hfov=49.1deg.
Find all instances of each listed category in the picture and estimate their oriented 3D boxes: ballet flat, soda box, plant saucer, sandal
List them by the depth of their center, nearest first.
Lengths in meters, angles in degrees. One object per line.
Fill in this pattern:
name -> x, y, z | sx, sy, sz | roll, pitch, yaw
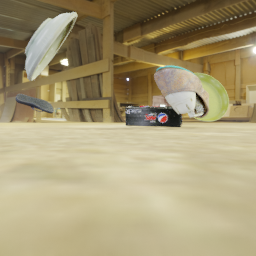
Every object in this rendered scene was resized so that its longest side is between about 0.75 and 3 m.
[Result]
ballet flat -> 1.457, -0.733, 6.801 | 0.890, 0.879, 2.615 | -11, -14, 33
sandal -> -2.712, -0.688, 8.183 | 1.114, 0.239, 0.424 | 21, 37, -22
plant saucer -> -2.704, -2.824, 9.267 | 0.679, 2.705, 2.705 | 35, -8, -14
plant saucer -> 2.485, -1.011, 9.467 | 1.852, 1.852, 0.288 | 0, -23, -11
soda box -> 0.889, -0.407, 9.609 | 1.910, 0.676, 0.605 | 2, 12, 16
